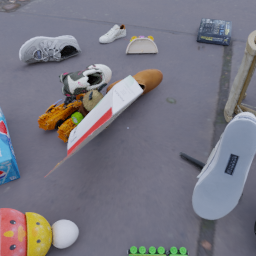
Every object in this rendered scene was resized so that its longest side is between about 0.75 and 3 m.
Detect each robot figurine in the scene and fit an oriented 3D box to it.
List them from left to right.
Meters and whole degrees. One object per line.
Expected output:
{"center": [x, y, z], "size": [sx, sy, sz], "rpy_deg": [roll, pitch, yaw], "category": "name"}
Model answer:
{"center": [-1.820, -0.592, 9.819], "size": [1.785, 0.717, 2.462], "rpy_deg": [26, 48, 20], "category": "robot figurine"}

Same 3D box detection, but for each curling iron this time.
{"center": [2.346, 1.309, 8.140], "size": [0.542, 0.279, 2.185], "rpy_deg": [-30, 51, -27], "category": "curling iron"}

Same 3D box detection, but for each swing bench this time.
{"center": [4.517, -1.202, 8.938], "size": [1.853, 2.841, 2.857], "rpy_deg": [-23, 48, -24], "category": "swing bench"}

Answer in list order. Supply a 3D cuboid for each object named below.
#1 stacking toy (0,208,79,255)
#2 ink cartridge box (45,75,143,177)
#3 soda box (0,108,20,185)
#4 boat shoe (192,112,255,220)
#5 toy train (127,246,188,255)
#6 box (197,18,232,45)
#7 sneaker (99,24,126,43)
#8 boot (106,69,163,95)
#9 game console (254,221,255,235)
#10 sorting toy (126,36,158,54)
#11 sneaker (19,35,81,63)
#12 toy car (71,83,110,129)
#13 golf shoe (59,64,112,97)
{"center": [-2.382, 2.434, 6.232], "size": [2.574, 1.881, 1.881], "rpy_deg": [-2, 41, -26], "category": "stacking toy"}
{"center": [-0.927, -0.105, 6.930], "size": [0.656, 2.109, 2.620], "rpy_deg": [49, 37, 0], "category": "ink cartridge box"}
{"center": [-4.176, 0.402, 8.636], "size": [0.975, 0.922, 2.875], "rpy_deg": [-19, 47, -19], "category": "soda box"}
{"center": [2.315, 0.848, 6.642], "size": [1.022, 2.767, 1.179], "rpy_deg": [20, 26, 18], "category": "boat shoe"}
{"center": [0.689, 2.949, 6.414], "size": [1.412, 0.295, 0.398], "rpy_deg": [0, 54, 0], "category": "toy train"}
{"center": [4.576, -5.109, 14.770], "size": [1.648, 0.533, 2.089], "rpy_deg": [10, 44, 12], "category": "box"}
{"center": [-0.820, -4.938, 14.481], "size": [1.662, 0.703, 0.605], "rpy_deg": [-33, 54, -28], "category": "sneaker"}
{"center": [0.374, -1.602, 10.125], "size": [2.420, 0.928, 1.879], "rpy_deg": [-14, 8, -10], "category": "boot"}
{"center": [3.943, 2.259, 6.428], "size": [1.883, 1.246, 2.141], "rpy_deg": [25, 49, 25], "category": "game console"}
{"center": [0.640, -4.165, 13.774], "size": [1.535, 0.820, 1.381], "rpy_deg": [-2, 24, -2], "category": "sorting toy"}
{"center": [-3.483, -3.541, 12.726], "size": [2.835, 1.059, 1.162], "rpy_deg": [-24, 48, -24], "category": "sneaker"}
{"center": [-0.970, -0.722, 8.698], "size": [1.149, 1.457, 1.197], "rpy_deg": [35, 51, 14], "category": "toy car"}
{"center": [-1.113, -1.596, 9.366], "size": [1.105, 0.968, 2.509], "rpy_deg": [-2, 20, 32], "category": "golf shoe"}
